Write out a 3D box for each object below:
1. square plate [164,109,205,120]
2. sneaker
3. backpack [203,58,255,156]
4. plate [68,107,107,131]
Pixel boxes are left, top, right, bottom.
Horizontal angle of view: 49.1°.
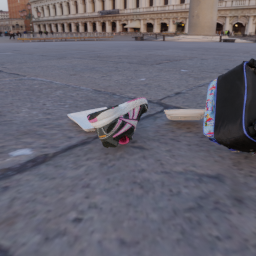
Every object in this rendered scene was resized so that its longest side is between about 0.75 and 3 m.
[{"bbox_3d":[1.627,-0.361,7.958,1.128,0.162,1.139,0,-7,12],"label":"square plate"},{"bbox_3d":[-0.154,-0.107,6.884,0.897,0.964,2.234,-13,8,35],"label":"sneaker"},{"bbox_3d":[2.870,-0.253,6.154,2.033,1.856,1.368,19,-22,-25],"label":"backpack"},{"bbox_3d":[-0.922,-0.236,8.219,1.335,0.216,1.338,-12,26,-30],"label":"plate"}]
